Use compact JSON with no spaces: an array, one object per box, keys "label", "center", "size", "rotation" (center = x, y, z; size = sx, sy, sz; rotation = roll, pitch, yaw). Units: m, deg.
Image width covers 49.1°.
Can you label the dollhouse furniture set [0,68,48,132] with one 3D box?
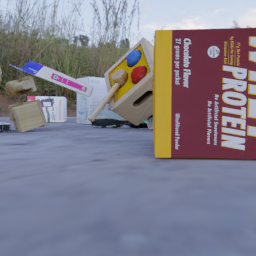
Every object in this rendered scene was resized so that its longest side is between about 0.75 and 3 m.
[{"label":"dollhouse furniture set","center":[-4.186,-0.742,8.413],"size":[1.875,2.188,2.301],"rotation":[-4,14,42]}]

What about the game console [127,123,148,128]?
[{"label":"game console","center":[0.472,-0.125,11.677],"size":[0.949,0.194,1.608],"rotation":[-1,4,-18]}]

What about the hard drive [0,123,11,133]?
[{"label":"hard drive","center":[-4.384,-0.010,8.518],"size":[1.498,0.283,1.047],"rotation":[0,3,-21]}]

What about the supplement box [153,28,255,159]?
[{"label":"supplement box","center":[1.579,-0.460,4.434],"size":[2.348,1.581,2.381],"rotation":[0,3,6]}]

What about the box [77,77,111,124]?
[{"label":"box","center":[-1.326,-1.499,15.708],"size":[2.845,2.510,1.375],"rotation":[-3,4,-39]}]

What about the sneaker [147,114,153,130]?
[{"label":"sneaker","center":[1.525,-0.297,9.449],"size":[1.307,0.915,2.264],"rotation":[3,9,-17]}]

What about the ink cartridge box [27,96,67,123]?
[{"label":"ink cartridge box","center":[-5.094,-1.167,17.722],"size":[2.252,1.630,0.950],"rotation":[0,3,-4]}]

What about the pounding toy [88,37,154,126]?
[{"label":"pounding toy","center":[0.066,-1.336,9.052],"size":[2.450,2.255,1.742],"rotation":[-38,-47,25]}]

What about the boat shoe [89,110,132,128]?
[{"label":"boat shoe","center":[-0.504,-0.322,10.922],"size":[2.058,0.621,0.778],"rotation":[5,33,22]}]

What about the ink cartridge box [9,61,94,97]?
[{"label":"ink cartridge box","center":[-2.499,-1.718,9.407],"size":[2.563,0.475,1.214],"rotation":[16,7,-43]}]

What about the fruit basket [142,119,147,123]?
[{"label":"fruit basket","center":[1.007,-0.562,13.513],"size":[1.308,0.613,1.212],"rotation":[0,40,-47]}]
